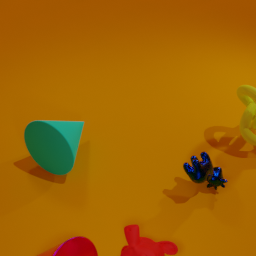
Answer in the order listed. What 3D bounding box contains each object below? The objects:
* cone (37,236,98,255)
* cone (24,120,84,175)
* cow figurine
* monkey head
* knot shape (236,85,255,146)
[{"bbox_3d":[-1.464,2.639,5.352,1.286,1.281,1.281,-5,33,37],"label":"cone"},{"bbox_3d":[-1.645,0.176,7.596,1.571,1.571,1.577,19,35,20],"label":"cone"},{"bbox_3d":[1.869,1.120,6.713,1.074,0.589,1.056,-26,87,-50],"label":"cow figurine"},{"bbox_3d":[0.247,2.229,5.233,1.235,0.744,0.888,-19,73,26],"label":"monkey head"},{"bbox_3d":[3.730,-0.441,8.059,0.829,1.794,1.679,-11,7,35],"label":"knot shape"}]
